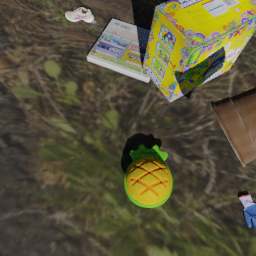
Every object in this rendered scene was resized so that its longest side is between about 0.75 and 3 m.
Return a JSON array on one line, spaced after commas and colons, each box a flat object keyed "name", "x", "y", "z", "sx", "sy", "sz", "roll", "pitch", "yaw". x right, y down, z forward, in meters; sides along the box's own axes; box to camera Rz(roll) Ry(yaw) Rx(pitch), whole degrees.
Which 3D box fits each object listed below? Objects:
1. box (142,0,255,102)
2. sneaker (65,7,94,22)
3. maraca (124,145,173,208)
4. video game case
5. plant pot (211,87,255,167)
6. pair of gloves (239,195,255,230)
[{"name": "box", "x": 1.950, "y": -2.359, "z": 7.777, "sx": 2.473, "sy": 2.382, "sz": 1.508, "roll": -29, "pitch": 70, "yaw": -19}, {"name": "sneaker", "x": -1.733, "y": -4.069, "z": 9.928, "sx": 1.022, "sy": 0.451, "sz": 0.416, "roll": 2, "pitch": 61, "yaw": 1}, {"name": "maraca", "x": 0.500, "y": 1.128, "z": 6.856, "sx": 1.164, "sy": 0.908, "sz": 1.698, "roll": 4, "pitch": 53, "yaw": 0}, {"name": "video game case", "x": 0.041, "y": -2.610, "z": 9.238, "sx": 2.152, "sy": 0.237, "sz": 1.959, "roll": 22, "pitch": 64, "yaw": 9}, {"name": "plant pot", "x": 2.426, "y": -0.186, "z": 5.066, "sx": 1.347, "sy": 1.360, "sz": 1.360, "roll": -28, "pitch": 60, "yaw": 21}, {"name": "pair of gloves", "x": 3.371, "y": 1.983, "z": 6.819, "sx": 1.218, "sy": 0.139, "sz": 0.979, "roll": -15, "pitch": 63, "yaw": -7}]
